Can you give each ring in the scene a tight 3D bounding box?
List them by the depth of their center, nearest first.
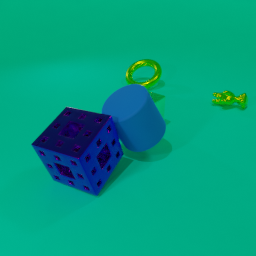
[{"bbox_3d":[0.548,-1.928,9.999,1.347,0.269,1.347,-9,57,14],"label":"ring"}]

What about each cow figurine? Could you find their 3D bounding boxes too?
[{"bbox_3d":[3.124,-0.869,8.478,0.892,0.498,0.907,8,-2,-29],"label":"cow figurine"}]

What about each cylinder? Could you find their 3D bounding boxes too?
[{"bbox_3d":[0.135,-0.198,5.786,1.021,1.021,1.021,-19,43,19],"label":"cylinder"}]

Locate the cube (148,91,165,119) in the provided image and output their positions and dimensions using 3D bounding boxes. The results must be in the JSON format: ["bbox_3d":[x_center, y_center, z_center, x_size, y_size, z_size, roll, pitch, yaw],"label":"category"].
[{"bbox_3d":[0.314,-0.374,7.140,0.916,0.916,0.916,21,35,32],"label":"cube"}]

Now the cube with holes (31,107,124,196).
[{"bbox_3d":[-0.881,0.407,5.253,1.055,1.055,1.055,12,48,27],"label":"cube with holes"}]
